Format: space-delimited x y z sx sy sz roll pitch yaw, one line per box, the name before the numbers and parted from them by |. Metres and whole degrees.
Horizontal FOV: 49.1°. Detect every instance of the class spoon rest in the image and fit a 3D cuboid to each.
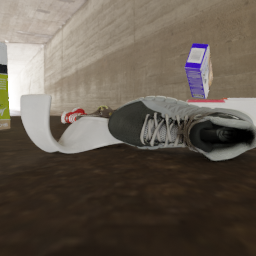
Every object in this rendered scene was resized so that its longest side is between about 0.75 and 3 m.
spoon rest | -0.816 0.099 4.655 1.201 0.733 2.418 3 -9 23

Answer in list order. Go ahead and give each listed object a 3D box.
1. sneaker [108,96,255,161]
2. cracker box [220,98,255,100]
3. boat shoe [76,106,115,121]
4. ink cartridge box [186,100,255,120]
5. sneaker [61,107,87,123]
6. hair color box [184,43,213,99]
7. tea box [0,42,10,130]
sneaker | 0.691 -0.023 3.945 2.321 0.871 1.340 2 6 14
cracker box | 4.490 -0.584 10.854 1.724 1.155 0.497 0 4 7
boat shoe | -0.850 -0.524 12.098 2.982 0.888 1.071 -2 4 -26
ink cartridge box | 2.337 -0.229 6.836 1.568 0.910 2.125 1 5 21
sneaker | -2.673 -0.594 15.777 1.297 0.880 2.246 10 18 17
hair color box | 2.840 -2.187 11.058 0.680 1.147 2.099 13 -19 25
tea box | -5.322 -1.252 8.605 2.777 2.732 1.855 2 4 28
